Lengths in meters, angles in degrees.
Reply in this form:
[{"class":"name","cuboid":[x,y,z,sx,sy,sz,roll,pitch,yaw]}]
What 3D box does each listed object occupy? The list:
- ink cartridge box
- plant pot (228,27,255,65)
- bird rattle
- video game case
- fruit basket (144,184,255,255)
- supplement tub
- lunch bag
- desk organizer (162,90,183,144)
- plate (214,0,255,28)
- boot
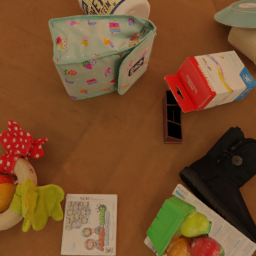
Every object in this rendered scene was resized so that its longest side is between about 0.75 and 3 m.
[{"class":"ink cartridge box","cuboid":[2.355,-1.356,8.026,2.292,0.771,1.332,-15,68,-26]},{"class":"plant pot","cuboid":[4.011,-2.802,8.683,1.560,1.560,1.428,-40,62,-15]},{"class":"bird rattle","cuboid":[-2.970,1.356,6.980,2.310,1.596,2.833,-34,68,4]},{"class":"video game case","cuboid":[-0.962,2.439,7.142,1.343,0.175,1.475,1,68,0]},{"class":"fruit basket","cuboid":[1.515,2.579,6.319,2.021,0.947,1.872,34,110,26]},{"class":"supplement tub","cuboid":[-0.556,-4.019,9.006,1.608,1.608,2.218,-37,72,-14]},{"class":"lunch bag","cuboid":[-0.585,-1.963,7.814,2.654,2.261,1.618,-10,73,-5]},{"class":"desk organizer","cuboid":[1.299,-0.325,8.053,0.534,0.573,1.489,1,68,0]},{"class":"plate","cuboid":[4.168,-3.682,8.742,2.832,0.362,2.832,-6,35,4]},{"class":"boot","cuboid":[2.903,1.401,7.111,2.172,0.987,2.585,-36,66,-9]}]
